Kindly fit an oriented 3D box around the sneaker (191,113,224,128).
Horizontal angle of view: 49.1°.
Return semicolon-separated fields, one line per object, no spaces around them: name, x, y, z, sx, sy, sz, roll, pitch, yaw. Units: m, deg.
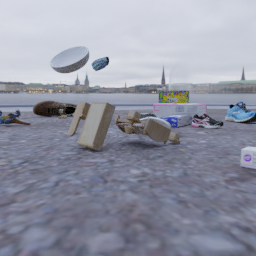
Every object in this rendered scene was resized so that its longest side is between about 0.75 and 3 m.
sneaker;3.113;-0.296;11.105;1.289;0.557;0.518;5;9;35

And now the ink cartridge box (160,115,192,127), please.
ink cartridge box;2.076;-0.310;11.984;0.818;0.385;1.739;3;7;31

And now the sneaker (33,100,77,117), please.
sneaker;-4.306;-1.176;17.115;2.802;0.987;1.058;-4;10;-29

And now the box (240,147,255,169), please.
box;2.660;0.565;4.412;1.654;0.320;0.343;6;8;42

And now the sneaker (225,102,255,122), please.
sneaker;5.405;-0.772;13.430;0.853;0.979;2.176;-2;7;-16

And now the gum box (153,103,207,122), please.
gum box;2.579;-0.774;13.897;2.643;0.874;1.500;1;6;5

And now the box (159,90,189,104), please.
box;2.497;-1.284;15.386;1.620;1.560;0.988;2;7;8

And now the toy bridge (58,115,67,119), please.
toy bridge;-3.653;-0.615;15.798;0.373;0.151;1.109;1;6;-4

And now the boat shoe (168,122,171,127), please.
boat shoe;1.227;0.018;9.997;0.298;0.346;0.951;-46;-14;30

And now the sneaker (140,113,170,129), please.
sneaker;0.864;-0.202;9.372;0.842;0.600;1.697;-28;19;-39

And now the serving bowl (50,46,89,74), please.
serving bowl;-2.605;-3.043;12.906;1.886;0.620;1.886;-11;40;10

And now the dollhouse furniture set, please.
dollhouse furniture set;-0.127;0.256;7.197;2.224;1.086;1.897;26;-11;-39

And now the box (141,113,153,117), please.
box;1.154;-0.653;15.478;0.960;0.293;1.212;1;6;2

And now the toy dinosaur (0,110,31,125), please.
toy dinosaur;-5.265;-0.254;11.704;1.501;1.654;0.869;-23;33;18

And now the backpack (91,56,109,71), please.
backpack;-1.500;-3.407;14.933;0.908;0.698;0.741;-8;-4;-23
